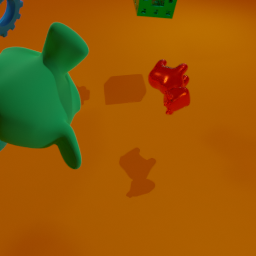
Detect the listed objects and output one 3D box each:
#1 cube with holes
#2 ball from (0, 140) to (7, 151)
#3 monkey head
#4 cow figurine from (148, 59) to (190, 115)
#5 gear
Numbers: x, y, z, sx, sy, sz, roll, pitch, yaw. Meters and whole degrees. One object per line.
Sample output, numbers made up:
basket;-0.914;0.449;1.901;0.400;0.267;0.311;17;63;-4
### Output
cube with holes;0.759;-3.767;7.697;1.023;1.023;1.023;1;49;-9
ball;-2.279;0.003;4.257;0.952;0.952;0.952;0;46;0
monkey head;-0.774;-0.317;2.283;1.384;0.995;0.834;38;48;-14
cow figurine;0.810;-0.843;5.735;1.167;0.641;1.149;24;61;33
gear;-3.281;-3.056;7.279;0.268;1.448;1.448;28;49;1
